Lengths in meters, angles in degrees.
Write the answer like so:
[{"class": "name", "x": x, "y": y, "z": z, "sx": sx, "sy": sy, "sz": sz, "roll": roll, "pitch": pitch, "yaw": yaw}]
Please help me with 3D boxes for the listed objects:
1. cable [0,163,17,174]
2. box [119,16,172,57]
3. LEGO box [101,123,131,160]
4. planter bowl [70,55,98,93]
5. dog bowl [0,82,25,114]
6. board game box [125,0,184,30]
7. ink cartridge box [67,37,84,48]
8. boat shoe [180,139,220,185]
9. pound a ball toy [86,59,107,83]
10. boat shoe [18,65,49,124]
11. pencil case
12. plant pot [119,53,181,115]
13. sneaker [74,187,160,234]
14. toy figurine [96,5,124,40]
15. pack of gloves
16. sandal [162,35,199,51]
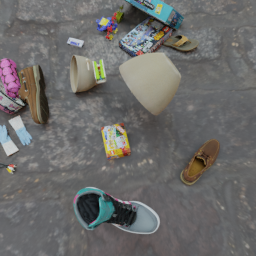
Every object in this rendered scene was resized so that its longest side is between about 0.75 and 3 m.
[{"class": "cable", "x": -4.757, "y": 1.479, "z": 10.984, "sx": 0.865, "sy": 0.218, "sz": 0.420, "roll": 19, "pitch": 68, "yaw": 8}, {"class": "box", "x": 0.829, "y": -4.228, "z": 13.196, "sx": 1.482, "sy": 0.432, "sz": 2.165, "roll": 39, "pitch": 75, "yaw": 22}, {"class": "LEGO box", "x": -0.493, "y": 0.542, "z": 11.235, "sx": 0.955, "sy": 0.495, "sz": 1.283, "roll": -12, "pitch": 67, "yaw": -5}, {"class": "planter bowl", "x": -1.812, "y": -2.306, "z": 12.016, "sx": 1.050, "sy": 1.561, "sz": 1.561, "roll": -3, "pitch": 65, "yaw": -22}, {"class": "dog bowl", "x": -5.121, "y": -1.263, "z": 11.448, "sx": 1.716, "sy": 1.716, "sz": 0.633, "roll": 42, "pitch": 89, "yaw": 16}, {"class": "board game box", "x": 0.997, "y": -5.709, "z": 13.071, "sx": 2.934, "sy": 2.215, "sz": 0.688, "roll": 35, "pitch": 111, "yaw": 14}, {"class": "ink cartridge box", "x": -2.513, "y": -4.093, "z": 13.440, "sx": 0.756, "sy": 0.140, "sz": 0.358, "roll": 17, "pitch": 68, "yaw": 5}, {"class": "boat shoe", "x": 2.885, "y": 1.249, "z": 10.792, "sx": 0.796, "sy": 0.747, "sz": 2.212, "roll": 39, "pitch": 72, "yaw": 15}, {"class": "pound a ball toy", "x": -1.223, "y": -2.205, "z": 10.776, "sx": 0.670, "sy": 0.437, "sz": 1.028, "roll": -12, "pitch": 63, "yaw": -1}, {"class": "boat shoe", "x": -4.032, "y": -1.340, "z": 11.838, "sx": 1.004, "sy": 1.063, "sz": 2.955, "roll": -14, "pitch": 57, "yaw": -2}, {"class": "pencil case", "x": -5.049, "y": -2.151, "z": 12.189, "sx": 0.840, "sy": 0.867, "sz": 1.850, "roll": -42, "pitch": 60, "yaw": 30}, {"class": "plant pot", "x": 0.900, "y": -1.649, "z": 9.197, "sx": 1.393, "sy": 2.075, "sz": 2.075, "roll": -37, "pitch": 68, "yaw": 19}, {"class": "sneaker", "x": -0.393, "y": 2.217, "z": 7.347, "sx": 2.452, "sy": 1.481, "sz": 1.025, "roll": 16, "pitch": 87, "yaw": 12}, {"class": "toy figurine", "x": -1.012, "y": -5.220, "z": 13.533, "sx": 1.084, "sy": 0.954, "sz": 1.809, "roll": 20, "pitch": 67, "yaw": 14}, {"class": "pack of gloves", "x": -4.681, "y": 0.331, "z": 11.528, "sx": 1.148, "sy": 0.270, "sz": 1.366, "roll": -29, "pitch": 76, "yaw": -18}, {"class": "sandal", "x": 2.382, "y": -4.103, "z": 13.154, "sx": 1.872, "sy": 0.505, "sz": 0.752, "roll": 18, "pitch": 66, "yaw": 15}]
